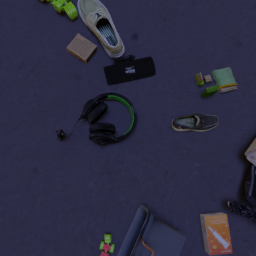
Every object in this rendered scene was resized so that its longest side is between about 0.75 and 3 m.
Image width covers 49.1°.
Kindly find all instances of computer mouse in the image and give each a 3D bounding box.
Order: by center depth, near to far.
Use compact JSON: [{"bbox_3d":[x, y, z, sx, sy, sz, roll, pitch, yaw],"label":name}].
[{"bbox_3d":[4.412,2.089,9.587,1.667,0.635,2.408,25,68,1],"label":"computer mouse"}]

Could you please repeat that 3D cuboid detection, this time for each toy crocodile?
[{"bbox_3d":[-0.797,4.284,9.363,0.495,0.452,1.465,16,80,3],"label":"toy crocodile"},{"bbox_3d":[-2.934,-5.195,11.169,2.366,0.731,0.799,37,82,11],"label":"toy crocodile"}]

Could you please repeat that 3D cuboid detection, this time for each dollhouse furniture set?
[{"bbox_3d":[3.393,-1.804,10.423,1.454,0.730,0.952,-15,79,-3],"label":"dollhouse furniture set"}]

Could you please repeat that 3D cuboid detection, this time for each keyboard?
[{"bbox_3d":[0.050,-2.324,10.799,1.944,0.385,1.012,-12,102,-3],"label":"keyboard"}]

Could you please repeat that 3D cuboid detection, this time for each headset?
[{"bbox_3d":[-1.124,-0.161,10.124,2.934,1.379,1.812,-17,78,-19],"label":"headset"}]

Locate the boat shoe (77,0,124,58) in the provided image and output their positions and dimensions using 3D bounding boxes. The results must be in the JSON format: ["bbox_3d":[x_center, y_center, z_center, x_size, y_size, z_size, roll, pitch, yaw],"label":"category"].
[{"bbox_3d":[-1.005,-4.071,10.776,1.059,0.912,2.941,-33,81,-6],"label":"boat shoe"}]

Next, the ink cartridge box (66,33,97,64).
[{"bbox_3d":[-1.776,-3.080,10.870,0.930,0.349,0.766,36,80,7],"label":"ink cartridge box"}]

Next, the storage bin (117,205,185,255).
[{"bbox_3d":[0.757,3.930,8.942,1.562,1.693,2.326,25,80,-6],"label":"storage bin"}]

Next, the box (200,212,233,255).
[{"bbox_3d":[2.956,3.537,9.431,0.770,0.603,1.237,-6,79,-1],"label":"box"}]

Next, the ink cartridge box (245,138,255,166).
[{"bbox_3d":[5.752,0.452,9.416,2.183,1.237,2.978,41,69,7],"label":"ink cartridge box"}]

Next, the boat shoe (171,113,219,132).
[{"bbox_3d":[2.487,-0.211,10.182,1.780,0.585,0.636,-4,79,-1],"label":"boat shoe"}]
